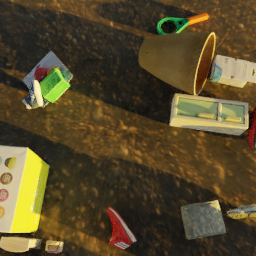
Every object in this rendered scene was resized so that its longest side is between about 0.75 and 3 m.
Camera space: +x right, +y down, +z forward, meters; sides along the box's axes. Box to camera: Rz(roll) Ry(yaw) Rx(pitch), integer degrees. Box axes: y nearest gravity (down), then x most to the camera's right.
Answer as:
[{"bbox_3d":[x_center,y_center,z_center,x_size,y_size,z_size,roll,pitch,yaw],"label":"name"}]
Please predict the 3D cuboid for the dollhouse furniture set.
[{"bbox_3d":[-3.323,4.684,9.073,1.926,1.331,2.040,5,70,2],"label":"dollhouse furniture set"}]

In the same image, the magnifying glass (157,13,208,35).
[{"bbox_3d":[2.586,-4.971,13.298,2.538,0.284,1.010,-20,70,-5],"label":"magnifying glass"}]

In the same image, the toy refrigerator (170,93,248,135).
[{"bbox_3d":[3.206,-0.557,11.212,2.881,1.008,1.094,9,69,3],"label":"toy refrigerator"}]

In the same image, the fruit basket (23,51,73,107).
[{"bbox_3d":[-3.384,-2.078,11.841,1.828,0.925,1.974,-45,57,4],"label":"fruit basket"}]

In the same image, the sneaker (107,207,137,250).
[{"bbox_3d":[-0.458,3.604,9.889,0.867,0.588,1.501,-37,72,-14],"label":"sneaker"}]

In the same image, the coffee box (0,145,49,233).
[{"bbox_3d":[-4.357,2.091,9.392,2.503,2.531,2.527,5,69,2],"label":"coffee box"}]

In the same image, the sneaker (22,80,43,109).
[{"bbox_3d":[-3.862,-1.296,11.037,0.797,0.438,1.088,-12,95,8],"label":"sneaker"}]

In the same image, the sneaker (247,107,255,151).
[{"bbox_3d":[5.432,-0.001,11.114,0.992,0.823,2.076,19,71,5],"label":"sneaker"}]

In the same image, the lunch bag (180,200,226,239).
[{"bbox_3d":[2.659,3.230,9.896,1.398,0.822,1.147,-10,70,1],"label":"lunch bag"}]

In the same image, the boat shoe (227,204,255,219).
[{"bbox_3d":[4.162,3.028,10.221,1.157,0.433,0.396,-4,49,1],"label":"boat shoe"}]

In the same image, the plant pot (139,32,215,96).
[{"bbox_3d":[1.903,-2.878,11.552,2.667,2.485,2.485,20,70,22],"label":"plant pot"}]

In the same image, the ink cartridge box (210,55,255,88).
[{"bbox_3d":[4.575,-2.412,12.120,1.794,0.609,1.041,14,70,5],"label":"ink cartridge box"}]
